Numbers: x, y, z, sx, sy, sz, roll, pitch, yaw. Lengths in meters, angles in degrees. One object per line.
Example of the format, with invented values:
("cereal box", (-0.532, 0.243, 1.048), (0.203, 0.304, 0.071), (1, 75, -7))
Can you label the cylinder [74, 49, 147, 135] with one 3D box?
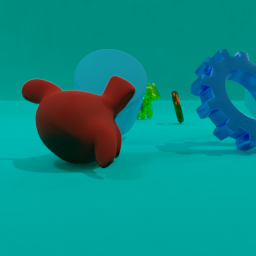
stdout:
("cylinder", (-0.390, -0.652, 5.751), (1.360, 1.360, 1.360), (-1, -26, -9))

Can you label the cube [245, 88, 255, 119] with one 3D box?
("cube", (3.458, -0.705, 6.463), (1.067, 1.067, 1.067), (-21, -39, 5))

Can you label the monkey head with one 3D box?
("monkey head", (-0.557, -0.204, 3.811), (1.877, 1.350, 1.131), (37, 6, 30))

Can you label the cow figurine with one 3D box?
("cow figurine", (0.639, -1.094, 11.497), (1.483, 1.459, 0.814), (4, 7, 45))

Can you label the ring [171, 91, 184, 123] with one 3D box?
("ring", (1.704, -0.724, 9.599), (0.228, 1.140, 1.140), (-14, 3, 11))

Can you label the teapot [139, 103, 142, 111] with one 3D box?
("teapot", (0.037, -1.002, 10.471), (0.933, 1.501, 0.735), (-19, 30, 9))

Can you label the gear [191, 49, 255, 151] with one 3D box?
("gear", (1.997, -0.521, 4.890), (1.840, 1.840, 0.340), (-3, -23, -23))
